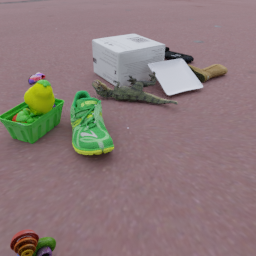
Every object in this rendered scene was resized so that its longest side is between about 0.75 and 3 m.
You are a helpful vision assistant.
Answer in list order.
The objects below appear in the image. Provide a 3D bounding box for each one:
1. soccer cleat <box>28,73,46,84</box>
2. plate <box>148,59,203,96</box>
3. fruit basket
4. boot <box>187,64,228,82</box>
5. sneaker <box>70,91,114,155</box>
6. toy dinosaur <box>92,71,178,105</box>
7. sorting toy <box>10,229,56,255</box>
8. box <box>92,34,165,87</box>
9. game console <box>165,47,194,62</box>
[{"bbox_3d":[-3.440,-1.868,10.548,0.300,0.279,0.819,15,32,12],"label":"soccer cleat"},{"bbox_3d":[1.651,-1.787,9.925,1.544,0.250,1.541,-15,59,-23],"label":"plate"},{"bbox_3d":[-2.388,-0.557,7.175,1.171,1.623,1.623,13,33,20],"label":"fruit basket"},{"bbox_3d":[3.021,-2.272,11.058,1.406,0.465,1.232,-25,52,-33],"label":"boot"},{"bbox_3d":[-1.034,-0.182,6.992,0.924,1.042,2.494,-11,33,-18],"label":"sneaker"},{"bbox_3d":[0.313,-1.290,9.217,2.882,0.684,1.270,10,48,16],"label":"toy dinosaur"},{"bbox_3d":[-1.344,1.772,3.980,0.482,0.802,0.329,-39,44,-1],"label":"sorting toy"},{"bbox_3d":[-0.011,-2.647,10.774,2.067,1.351,2.056,-19,36,-28],"label":"box"},{"bbox_3d":[1.727,-3.389,13.015,2.659,0.320,1.568,26,40,38],"label":"game console"}]
